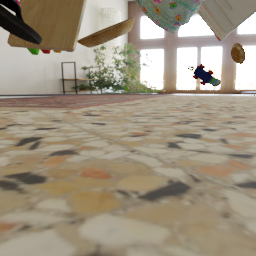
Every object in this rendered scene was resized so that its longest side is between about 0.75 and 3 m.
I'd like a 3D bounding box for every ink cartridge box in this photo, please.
[{"bbox_3d":[3.043,-3.662,8.530,1.319,1.325,1.823,-37,3,16],"label":"ink cartridge box"}]

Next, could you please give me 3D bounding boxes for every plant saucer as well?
[{"bbox_3d":[4.273,-2.880,10.954,0.150,0.849,0.849,-21,13,-10],"label":"plant saucer"},{"bbox_3d":[-0.796,-3.610,10.777,2.436,0.431,2.436,-19,22,8],"label":"plant saucer"}]

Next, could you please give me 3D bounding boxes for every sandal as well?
[{"bbox_3d":[-2.744,-2.627,5.428,2.686,0.605,1.009,36,-13,-33],"label":"sandal"}]

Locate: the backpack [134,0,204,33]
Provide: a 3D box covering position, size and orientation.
[{"bbox_3d":[0.803,-3.170,6.141,1.762,2.111,1.336,-7,-32,-38],"label":"backpack"}]

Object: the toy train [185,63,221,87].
[{"bbox_3d":[2.977,-2.154,11.122,0.855,0.625,1.477,13,28,-39],"label":"toy train"}]

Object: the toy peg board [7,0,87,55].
[{"bbox_3d":[-2.580,-3.597,9.771,2.333,2.343,1.146,7,-13,11],"label":"toy peg board"}]
